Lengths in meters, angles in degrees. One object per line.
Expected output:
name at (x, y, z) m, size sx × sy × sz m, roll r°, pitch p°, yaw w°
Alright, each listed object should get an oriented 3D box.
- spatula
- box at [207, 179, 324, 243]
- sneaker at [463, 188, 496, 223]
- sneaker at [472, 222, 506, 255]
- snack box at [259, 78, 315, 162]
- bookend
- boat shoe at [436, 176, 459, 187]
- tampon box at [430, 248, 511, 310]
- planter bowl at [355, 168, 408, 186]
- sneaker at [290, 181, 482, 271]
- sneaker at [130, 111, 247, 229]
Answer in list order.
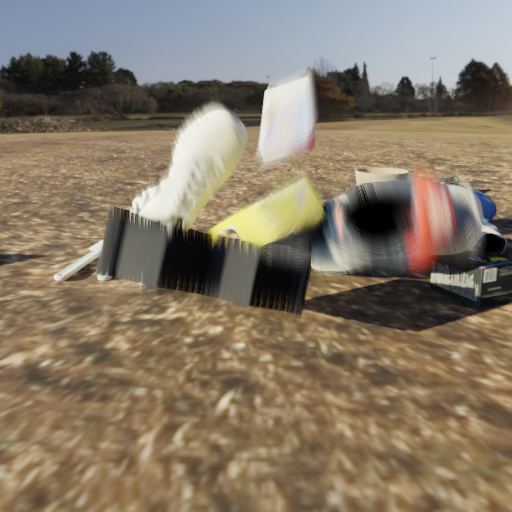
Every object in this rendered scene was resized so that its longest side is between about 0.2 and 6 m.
spatula at (-2.200, -0.021, 9.850) m, size 1.893 × 0.219 × 2.722 m, roll 4°, pitch 15°, yaw 5°
box at (0.056, -0.526, 8.876) m, size 0.894 × 0.595 × 2.375 m, roll -32°, pitch 6°, yaw -23°
sneaker at (3.489, -0.695, 11.170) m, size 2.585 × 1.015 × 1.152 m, roll -7°, pitch 22°, yaw 5°
sneaker at (3.648, -0.334, 10.159) m, size 1.817 × 0.670 × 0.727 m, roll -1°, pitch 18°, yaw -2°
snack box at (0.482, -2.151, 8.610) m, size 0.764 × 0.258 × 2.124 m, roll -13°, pitch 36°, yaw 14°
bookend at (-0.523, 0.062, 5.983) m, size 1.601 × 0.742 × 1.611 m, roll 9°, pitch -4°, yaw 39°
boat shoe at (5.391, -1.984, 16.086) m, size 0.631 × 0.581 × 1.767 m, roll 12°, pitch 20°, yaw 36°
tampon box at (3.104, 0.294, 8.031) m, size 0.717 × 0.604 × 0.957 m, roll -7°, pitch 17°, yaw -24°
planter bowl at (3.304, -1.811, 14.870) m, size 1.366 × 0.919 × 1.366 m, roll 0°, pitch 16°, yaw 0°
sneaker at (1.361, -0.461, 7.820) m, size 1.365 × 1.211 × 3.231 m, roll 5°, pitch -11°, yaw -38°
sneaker at (-1.157, -1.112, 9.505) m, size 1.118 × 2.976 × 1.206 m, roll 29°, pitch 33°, yaw -22°
